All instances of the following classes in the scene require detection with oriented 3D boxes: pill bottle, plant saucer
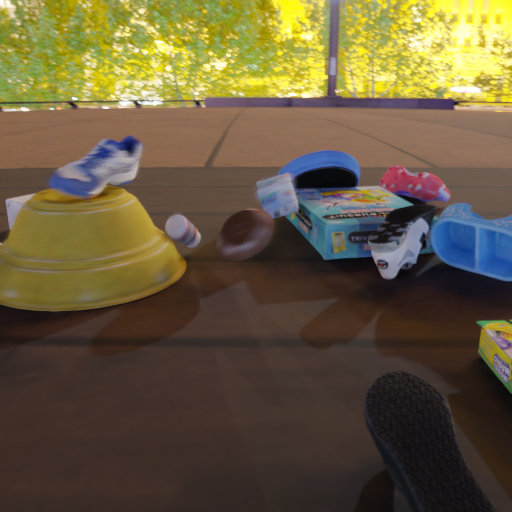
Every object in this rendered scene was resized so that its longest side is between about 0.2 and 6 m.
[{"bbox_3d":[-1.399,-0.457,10.852,0.449,0.449,0.775,8,-15,22],"label":"pill bottle"},{"bbox_3d":[-0.250,-0.444,10.035,1.149,0.210,1.149,-16,50,19],"label":"plant saucer"}]

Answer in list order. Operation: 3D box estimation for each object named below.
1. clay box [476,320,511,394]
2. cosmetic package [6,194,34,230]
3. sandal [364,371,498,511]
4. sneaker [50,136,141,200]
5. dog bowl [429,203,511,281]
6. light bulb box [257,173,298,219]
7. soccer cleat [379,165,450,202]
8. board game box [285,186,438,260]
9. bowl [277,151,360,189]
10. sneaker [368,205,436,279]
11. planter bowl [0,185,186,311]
[{"bbox_3d":[3.403,1.299,6.610,1.031,0.427,1.795,-1,19,-2],"label":"clay box"},{"bbox_3d":[-5.103,-0.983,12.801,0.715,0.711,0.854,12,22,31],"label":"cosmetic package"},{"bbox_3d":[1.471,1.889,4.976,0.811,0.516,2.158,-1,32,-5],"label":"sandal"},{"bbox_3d":[-2.720,-1.602,9.588,0.748,0.876,1.987,34,31,7],"label":"sneaker"},{"bbox_3d":[4.071,-0.214,10.028,0.526,1.184,2.124,-28,32,-32],"label":"dog bowl"},{"bbox_3d":[0.457,-1.265,11.934,0.731,0.737,0.460,-16,33,8],"label":"light bulb box"},{"bbox_3d":[4.392,-1.961,15.782,0.995,0.868,2.603,31,1,-20],"label":"soccer cleat"},{"bbox_3d":[2.184,-0.838,12.335,2.387,0.742,3.162,-4,19,-11],"label":"board game box"},{"bbox_3d":[1.534,-1.804,13.776,2.092,0.411,2.092,-7,-25,-3],"label":"bowl"},{"bbox_3d":[2.724,-0.287,10.346,0.770,0.920,2.080,6,31,42],"label":"sneaker"},{"bbox_3d":[-3.074,-0.402,9.964,3.564,1.484,3.564,0,20,0],"label":"planter bowl"}]
